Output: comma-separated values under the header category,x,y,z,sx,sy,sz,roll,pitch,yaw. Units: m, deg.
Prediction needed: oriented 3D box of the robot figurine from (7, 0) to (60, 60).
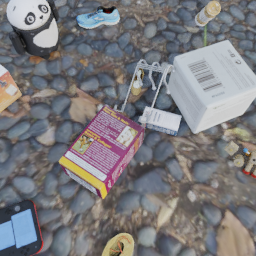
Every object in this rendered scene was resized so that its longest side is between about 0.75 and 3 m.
category,x,y,z,sx,sy,sz,roll,pitch,yaw
robot figurine,-3.891,-4.231,11.866,1.786,2.862,2.150,-6,63,-1

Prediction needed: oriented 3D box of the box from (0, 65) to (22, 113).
category,x,y,z,sx,sy,sz,roll,pitch,yaw
box,-5.253,-1.618,11.210,0.878,1.652,1.258,37,68,17

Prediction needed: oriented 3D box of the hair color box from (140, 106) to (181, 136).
category,x,y,z,sx,sy,sz,roll,pitch,yaw
hair color box,1.307,-0.280,11.194,1.484,0.449,0.742,16,64,8

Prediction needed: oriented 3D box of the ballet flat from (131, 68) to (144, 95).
category,x,y,z,sx,sy,sz,roll,pitch,yaw
ballet flat,0.403,-2.049,12.135,0.458,0.421,1.334,9,63,4

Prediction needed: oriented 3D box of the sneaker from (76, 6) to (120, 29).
category,x,y,z,sx,sy,sz,roll,pitch,yaw
sneaker,-1.497,-5.543,13.643,2.141,0.963,0.839,-13,63,-7

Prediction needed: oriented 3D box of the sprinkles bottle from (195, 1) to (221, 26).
category,x,y,z,sx,sy,sz,roll,pitch,yaw
sprinkles bottle,2.576,-3.706,9.132,0.450,1.318,0.450,0,97,-2

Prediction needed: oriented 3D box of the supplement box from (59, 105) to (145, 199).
category,x,y,z,sx,sy,sz,roll,pitch,yaw
supplement box,-0.863,0.828,10.072,1.782,1.405,2.723,31,67,15

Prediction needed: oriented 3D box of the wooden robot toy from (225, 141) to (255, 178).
category,x,y,z,sx,sy,sz,roll,pitch,yaw
wooden robot toy,4.634,1.160,10.429,2.137,0.942,0.970,27,30,14

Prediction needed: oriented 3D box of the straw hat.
category,x,y,z,sx,sy,sz,roll,pitch,yaw
straw hat,-0.424,3.852,8.978,1.253,1.253,0.530,-42,30,-19

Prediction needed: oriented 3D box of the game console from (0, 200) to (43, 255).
category,x,y,z,sx,sy,sz,roll,pitch,yaw
game console,-3.760,3.467,9.345,1.618,0.284,1.829,-18,64,-9

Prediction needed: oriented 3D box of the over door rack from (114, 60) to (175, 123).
category,x,y,z,sx,sy,sz,roll,pitch,yaw
over door rack,0.689,-1.428,11.040,1.794,0.809,2.429,26,88,48

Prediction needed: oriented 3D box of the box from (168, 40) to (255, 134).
category,x,y,z,sx,sy,sz,roll,pitch,yaw
box,3.223,-1.574,10.919,2.466,2.112,2.454,-20,64,-12
